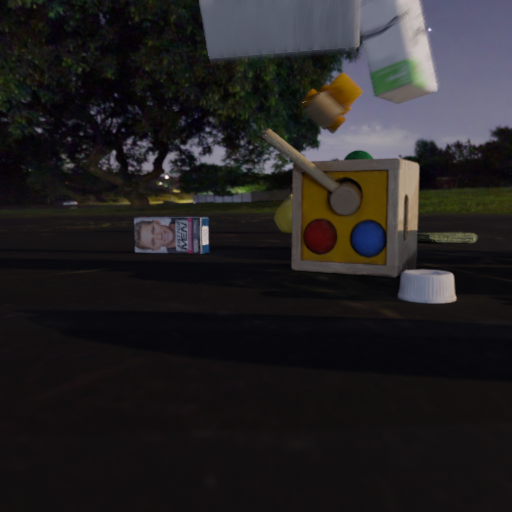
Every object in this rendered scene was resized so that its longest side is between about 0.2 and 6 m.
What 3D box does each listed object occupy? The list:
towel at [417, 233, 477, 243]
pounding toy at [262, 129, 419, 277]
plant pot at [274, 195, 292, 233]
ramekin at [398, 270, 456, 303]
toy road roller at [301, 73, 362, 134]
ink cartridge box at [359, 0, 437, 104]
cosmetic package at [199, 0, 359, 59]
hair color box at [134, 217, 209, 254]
[{"bbox_3d":[4.575,-0.440,13.641,1.298,0.237,0.963,-2,5,-9],"label":"towel"},{"bbox_3d":[1.189,-0.757,7.848,1.814,1.971,1.401,3,6,30],"label":"pounding toy"},{"bbox_3d":[1.073,-1.185,17.535,0.853,1.201,1.201,-32,-3,16],"label":"plant pot"},{"bbox_3d":[1.747,0.306,5.735,0.571,0.278,0.571,0,5,0],"label":"ramekin"},{"bbox_3d":[1.576,-3.142,11.344,0.886,1.052,1.442,42,18,-3],"label":"toy road roller"},{"bbox_3d":[1.859,-2.838,7.456,0.590,1.404,1.021,-12,1,33],"label":"ink cartridge box"},{"bbox_3d":[0.218,-2.205,4.952,1.335,0.566,0.718,-2,47,9],"label":"cosmetic package"},{"bbox_3d":[-1.630,-0.397,10.768,1.391,0.696,0.421,1,5,16],"label":"hair color box"}]
